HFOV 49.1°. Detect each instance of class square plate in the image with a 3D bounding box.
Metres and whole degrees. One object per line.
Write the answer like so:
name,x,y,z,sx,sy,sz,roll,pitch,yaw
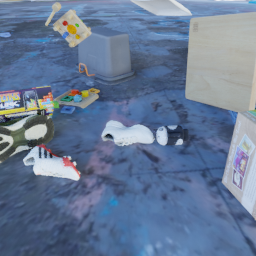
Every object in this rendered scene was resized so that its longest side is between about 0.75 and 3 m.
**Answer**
square plate,1.141,-4.133,9.441,1.573,0.224,1.558,20,11,41

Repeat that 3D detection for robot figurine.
robot figurine,1.226,0.195,7.786,0.877,0.659,0.547,-3,50,-5

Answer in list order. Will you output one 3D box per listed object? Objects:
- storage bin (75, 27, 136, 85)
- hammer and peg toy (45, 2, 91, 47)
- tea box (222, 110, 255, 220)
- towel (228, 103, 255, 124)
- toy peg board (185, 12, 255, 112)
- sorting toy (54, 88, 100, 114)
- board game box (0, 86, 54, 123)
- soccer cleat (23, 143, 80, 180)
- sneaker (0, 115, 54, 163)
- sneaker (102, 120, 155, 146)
storage bin,-1.210,-3.328,12.514,2.091,1.930,2.874,-23,37,-35
hammer and peg toy,-1.609,-2.748,7.419,0.830,1.129,0.398,-20,36,40
tea box,3.164,0.627,5.729,1.826,1.856,1.240,-8,31,-14
towel,3.877,-0.630,9.321,1.016,0.442,1.820,4,30,6
toy peg board,3.430,-2.193,9.279,1.390,2.830,2.842,-10,20,-28
sorting toy,-1.900,-1.176,10.396,1.267,0.306,2.250,13,32,21
board game box,-3.080,-0.569,7.962,1.795,0.616,2.171,-9,-3,-18
soccer cleat,-1.810,0.911,6.618,1.678,0.576,0.715,23,50,34
sneaker,-3.360,0.267,7.350,1.206,1.047,2.723,6,14,41
sneaker,-0.018,0.256,7.817,1.564,0.583,0.681,7,41,26
